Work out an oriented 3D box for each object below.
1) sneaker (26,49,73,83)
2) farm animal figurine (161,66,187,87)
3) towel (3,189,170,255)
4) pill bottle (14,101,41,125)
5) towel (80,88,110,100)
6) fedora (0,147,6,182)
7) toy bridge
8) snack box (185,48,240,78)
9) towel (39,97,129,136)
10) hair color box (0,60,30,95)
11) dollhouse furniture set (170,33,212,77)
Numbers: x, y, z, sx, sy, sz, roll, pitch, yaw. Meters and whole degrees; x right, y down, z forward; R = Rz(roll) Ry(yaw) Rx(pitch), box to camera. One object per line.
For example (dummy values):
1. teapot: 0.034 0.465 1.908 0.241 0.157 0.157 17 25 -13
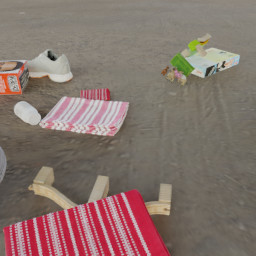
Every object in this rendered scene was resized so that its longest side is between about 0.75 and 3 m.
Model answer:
1. sneaker: -3.347 -2.627 11.177 2.505 1.152 0.948 12 34 18
2. farm animal figurine: 1.800 -2.001 10.432 1.006 0.812 0.506 28 81 46
3. towel: -0.648 2.010 4.495 2.478 0.279 1.792 -12 47 -16
4. pill bottle: -2.997 -0.431 8.399 0.496 0.496 0.868 -27 42 -35
5. towel: -1.151 -1.150 9.860 1.039 0.117 0.751 -5 35 -4
6. fedora: -3.765 1.116 5.229 2.996 1.353 2.650 2 34 -4
7. toy bridge: -0.617 1.412 5.648 2.943 0.401 0.989 6 35 8
8. snack box: 3.522 -2.901 12.220 2.501 0.464 1.453 -24 40 -32
9. towel: -1.268 -0.466 8.591 2.369 0.354 1.733 6 33 10
10. hair color box: -5.199 -1.830 10.212 2.814 0.862 1.428 -2 32 -5
11. dollhouse furniture set: 2.704 -2.887 11.240 0.883 1.142 2.286 49 50 4
